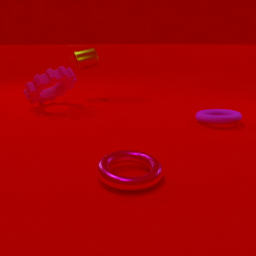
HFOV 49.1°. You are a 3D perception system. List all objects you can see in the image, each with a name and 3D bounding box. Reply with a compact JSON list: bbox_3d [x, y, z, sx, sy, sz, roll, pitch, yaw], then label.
[{"bbox_3d":[-1.547,-2.514,10.399,0.757,0.757,0.757,-17,22,-16],"label":"cylinder"},{"bbox_3d":[-2.532,-1.372,9.199,1.716,0.317,1.716,-29,-9,-5],"label":"gear"},{"bbox_3d":[0.029,0.675,4.616,1.102,0.220,1.102,2,23,-1],"label":"ring"},{"bbox_3d":[2.446,-0.310,7.580,1.194,0.239,1.194,-2,13,0],"label":"ring"}]
